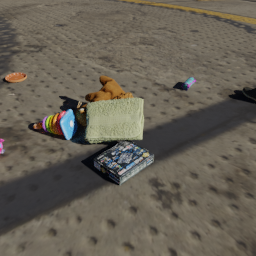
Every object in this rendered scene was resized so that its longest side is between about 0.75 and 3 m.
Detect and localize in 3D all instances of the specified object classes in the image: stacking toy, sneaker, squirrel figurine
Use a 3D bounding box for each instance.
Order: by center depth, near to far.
[{"bbox_3d":[-2.731,-0.133,10.120,1.615,0.886,0.937,-2,35,19],"label":"stacking toy"},{"bbox_3d":[-0.882,-0.723,10.360,2.101,1.487,1.961,24,47,36],"label":"squirrel figurine"},{"bbox_3d":[5.686,-1.660,12.254,0.559,0.794,1.494,-14,36,-19],"label":"sneaker"}]

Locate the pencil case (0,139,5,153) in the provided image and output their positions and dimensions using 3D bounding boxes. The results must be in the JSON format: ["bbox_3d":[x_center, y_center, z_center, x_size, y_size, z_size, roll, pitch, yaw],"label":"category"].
[{"bbox_3d":[-4.851,0.488,9.158,1.636,0.723,0.723,14,36,20],"label":"pencil case"}]

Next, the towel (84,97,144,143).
[{"bbox_3d":[-0.476,-0.280,9.384,2.059,0.376,1.528,-4,72,15],"label":"towel"}]

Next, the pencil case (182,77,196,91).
[{"bbox_3d":[2.883,-2.106,13.300,0.411,0.379,0.890,4,32,33],"label":"pencil case"}]

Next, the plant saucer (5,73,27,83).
[{"bbox_3d":[-5.630,-2.523,14.118,1.031,0.166,1.031,-1,33,0],"label":"plant saucer"}]

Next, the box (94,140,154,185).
[{"bbox_3d":[-0.123,1.000,8.679,1.193,0.345,1.501,28,43,35],"label":"box"}]
